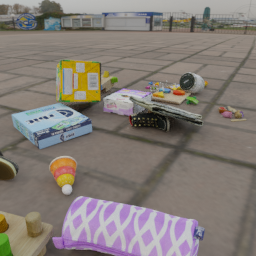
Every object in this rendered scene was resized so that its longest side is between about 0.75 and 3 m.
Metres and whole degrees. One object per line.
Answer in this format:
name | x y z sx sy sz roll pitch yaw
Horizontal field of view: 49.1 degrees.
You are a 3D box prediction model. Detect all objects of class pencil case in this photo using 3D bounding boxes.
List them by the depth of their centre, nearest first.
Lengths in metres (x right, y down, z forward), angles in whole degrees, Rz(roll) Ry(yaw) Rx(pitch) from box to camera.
pencil case | 0.043 2.030 5.179 2.588 1.086 1.107 6 38 19

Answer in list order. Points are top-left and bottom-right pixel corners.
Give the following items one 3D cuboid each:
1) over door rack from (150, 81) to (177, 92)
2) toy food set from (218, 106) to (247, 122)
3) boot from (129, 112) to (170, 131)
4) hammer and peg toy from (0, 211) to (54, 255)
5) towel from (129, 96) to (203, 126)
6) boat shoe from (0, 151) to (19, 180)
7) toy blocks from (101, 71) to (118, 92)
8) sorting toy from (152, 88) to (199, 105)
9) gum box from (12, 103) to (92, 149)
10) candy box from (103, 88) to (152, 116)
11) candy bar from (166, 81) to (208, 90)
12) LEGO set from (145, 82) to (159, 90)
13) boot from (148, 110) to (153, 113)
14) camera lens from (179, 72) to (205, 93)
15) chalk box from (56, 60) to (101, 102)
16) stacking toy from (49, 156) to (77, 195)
over door rack | 1.891 -2.269 15.153 0.936 0.422 1.267 -21 15 -24
toy food set | 4.460 -0.699 12.254 0.976 0.242 1.535 -5 25 -11
boot | 0.802 -0.213 10.725 1.257 0.601 1.664 -6 18 -13
hammer and peg toy | -2.800 2.332 4.539 2.035 0.975 2.766 8 25 18
towel | 1.455 -0.751 10.867 2.344 0.420 2.435 15 9 -23
boat shoe | -3.934 0.883 8.008 2.225 0.815 0.721 11 31 23
toy blocks | -1.849 -2.393 15.350 2.180 1.089 1.490 15 39 29
sorting toy | 2.492 -1.649 14.229 2.526 0.372 1.867 13 27 28
gum box | -2.930 -0.184 10.702 2.120 0.556 2.496 -20 30 -35
candy box | -0.001 -1.197 12.850 1.559 0.665 1.858 13 27 27
candy bar | 3.405 -2.389 15.875 2.850 0.316 0.711 -14 22 -31
LEGO set | 1.547 -2.420 15.952 1.020 0.389 0.419 12 27 22
boot | 1.143 -0.937 12.595 0.403 0.414 1.096 5 23 15
camera lens | 3.375 -2.366 14.792 0.989 0.989 1.236 21 12 39
chalk box | -2.370 -2.031 12.779 1.734 1.743 2.801 -1 4 -19
stacking toy | -1.662 1.315 7.395 0.751 0.751 1.028 -7 40 -15
